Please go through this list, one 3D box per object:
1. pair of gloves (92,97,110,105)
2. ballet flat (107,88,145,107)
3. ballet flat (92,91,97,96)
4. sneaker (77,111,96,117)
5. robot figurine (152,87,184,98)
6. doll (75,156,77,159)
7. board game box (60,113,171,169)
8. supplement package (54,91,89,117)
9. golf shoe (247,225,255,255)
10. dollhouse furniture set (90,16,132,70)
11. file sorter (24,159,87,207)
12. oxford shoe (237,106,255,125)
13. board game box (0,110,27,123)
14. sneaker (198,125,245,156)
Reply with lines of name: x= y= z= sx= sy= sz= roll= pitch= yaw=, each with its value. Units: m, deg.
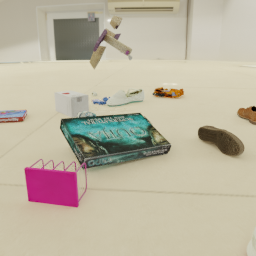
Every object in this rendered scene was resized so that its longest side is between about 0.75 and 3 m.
pair of gloves: x=-1.321 y=-1.559 z=15.950 sx=1.612 sy=0.184 sz=1.296 roll=-9 pitch=20 yaw=-29
ballet flat: x=-0.113 y=-1.786 z=15.533 sx=2.514 sy=0.873 sz=0.873 roll=-13 pitch=22 yaw=-34
ballet flat: x=-2.146 y=-2.134 z=17.759 sx=0.277 sy=0.277 sz=0.773 roll=-6 pitch=16 yaw=-17
sneaker: x=-1.719 y=-0.417 z=11.726 sx=0.639 sy=0.575 sz=1.482 roll=6 pitch=18 yaw=7
robot figurine: x=2.463 y=-2.214 z=17.404 sx=1.862 sy=0.542 sz=1.350 roll=8 pitch=18 yaw=24
doll: x=-0.946 y=0.471 z=8.943 sx=1.506 sy=0.535 sz=2.207 roll=15 pitch=22 yaw=21
board game box: x=-0.371 y=0.263 z=8.560 sx=2.895 sy=0.408 sz=1.958 roll=-7 pitch=37 yaw=-31
supplement package: x=-2.730 y=-1.198 z=13.499 sx=0.979 sy=0.967 sz=1.614 roll=-15 pitch=23 yaw=-39
golf shoe: x=2.597 y=1.916 z=3.810 sx=0.749 sy=0.910 sz=1.989 roll=-12 pitch=23 yaw=-36
dollhouse furniture set: x=-0.441 y=-2.579 z=9.454 sx=1.195 sy=1.334 sz=1.684 roll=30 pitch=-25 yaw=-9
file sorter: x=-1.563 y=1.170 z=6.279 sx=1.166 sy=0.810 sz=0.731 roll=4 pitch=18 yaw=12
oxford shoe: x=5.464 y=-0.695 z=12.429 sx=0.686 sy=0.686 sz=1.924 roll=-3 pitch=16 yaw=-5
board game box: x=-5.955 y=-0.494 z=12.451 sx=2.639 sy=0.257 sz=1.358 roll=-4 pitch=19 yaw=-11
sneaker: x=3.168 y=0.306 z=9.148 sx=0.782 sy=0.729 sz=2.071 roll=-6 pitch=19 yaw=-21
